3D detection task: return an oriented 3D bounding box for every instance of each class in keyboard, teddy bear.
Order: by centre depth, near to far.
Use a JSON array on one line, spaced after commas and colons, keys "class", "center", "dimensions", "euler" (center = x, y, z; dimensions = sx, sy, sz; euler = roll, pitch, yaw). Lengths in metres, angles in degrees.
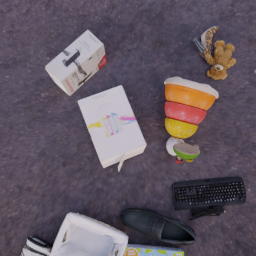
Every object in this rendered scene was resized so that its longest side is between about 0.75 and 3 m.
[{"class": "keyboard", "center": [3.072, 2.593, 10.352], "dimensions": [2.742, 0.543, 1.427], "euler": [-6, 75, -1]}, {"class": "teddy bear", "center": [3.884, -2.879, 11.666], "dimensions": [1.255, 0.578, 1.731], "euler": [39, 76, -4]}]

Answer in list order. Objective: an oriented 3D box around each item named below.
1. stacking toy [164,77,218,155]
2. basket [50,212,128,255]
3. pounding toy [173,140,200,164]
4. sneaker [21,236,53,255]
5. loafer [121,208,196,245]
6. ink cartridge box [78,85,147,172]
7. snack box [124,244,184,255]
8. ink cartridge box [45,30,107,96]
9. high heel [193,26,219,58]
[{"class": "stacking toy", "center": [2.036, -0.353, 10.698], "dimensions": [2.090, 2.090, 2.860], "euler": [18, 94, 4]}, {"class": "basket", "center": [-1.228, 3.949, 9.562], "dimensions": [2.214, 1.366, 1.501], "euler": [21, 77, 6]}, {"class": "pounding toy", "center": [1.954, 0.897, 9.557], "dimensions": [0.905, 1.172, 0.544], "euler": [14, 109, 13]}, {"class": "sneaker", "center": [-2.802, 4.819, 9.742], "dimensions": [2.169, 0.819, 1.248], "euler": [24, 86, 14]}, {"class": "loafer", "center": [1.076, 3.457, 9.895], "dimensions": [2.727, 0.957, 0.926], "euler": [16, 76, 4]}, {"class": "ink cartridge box", "center": [-0.510, 0.167, 10.347], "dimensions": [1.693, 1.738, 2.704], "euler": [-21, 78, -6]}, {"class": "snack box", "center": [0.796, 5.333, 9.485], "dimensions": [2.059, 0.826, 2.442], "euler": [3, 74, 2]}, {"class": "ink cartridge box", "center": [-1.977, -2.510, 11.075], "dimensions": [2.197, 1.585, 0.920], "euler": [-43, 80, -8]}, {"class": "high heel", "center": [3.574, -3.685, 12.067], "dimensions": [1.491, 0.532, 1.063], "euler": [-36, 95, -16]}]
